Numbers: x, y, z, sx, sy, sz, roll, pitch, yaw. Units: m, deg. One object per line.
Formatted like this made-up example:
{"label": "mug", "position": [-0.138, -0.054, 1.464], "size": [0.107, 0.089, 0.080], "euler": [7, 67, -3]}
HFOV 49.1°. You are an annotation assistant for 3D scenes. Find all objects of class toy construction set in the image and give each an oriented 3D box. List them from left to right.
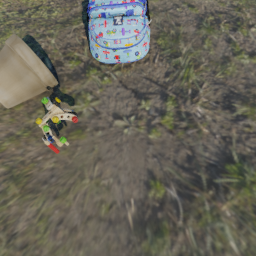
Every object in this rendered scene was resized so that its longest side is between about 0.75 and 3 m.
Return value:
{"label": "toy construction set", "position": [-2.087, -0.166, 7.527], "size": [1.178, 1.086, 1.413], "euler": [-23, 45, 17]}

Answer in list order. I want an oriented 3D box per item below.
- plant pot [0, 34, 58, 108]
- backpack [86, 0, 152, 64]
{"label": "plant pot", "position": [-3.692, -1.691, 9.216], "size": [1.808, 2.084, 2.084], "euler": [-42, 59, -10]}
{"label": "backpack", "position": [-0.380, -4.018, 11.033], "size": [2.638, 1.944, 2.889], "euler": [-1, 60, 2]}
